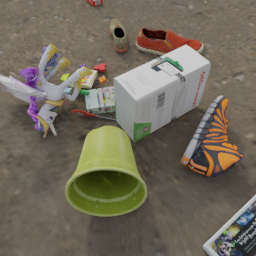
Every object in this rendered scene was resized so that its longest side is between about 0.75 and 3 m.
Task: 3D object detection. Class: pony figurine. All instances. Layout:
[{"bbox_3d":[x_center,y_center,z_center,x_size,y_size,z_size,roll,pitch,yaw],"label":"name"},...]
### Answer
[{"bbox_3d":[-2.431,-1.133,7.830,2.177,1.878,2.255,33,82,-7],"label":"pony figurine"}]

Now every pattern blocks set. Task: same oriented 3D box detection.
[{"bbox_3d":[-1.419,-1.598,8.955,1.475,0.136,1.679,-2,43,4],"label":"pattern blocks set"}]

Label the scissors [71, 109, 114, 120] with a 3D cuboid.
[{"bbox_3d":[-0.992,-0.358,8.241,1.352,0.495,0.094,12,79,-18],"label":"scissors"}]

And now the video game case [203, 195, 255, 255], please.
[{"bbox_3d":[3.128,2.644,6.023,2.250,0.263,2.045,-33,61,-21],"label":"video game case"}]

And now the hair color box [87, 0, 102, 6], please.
[{"bbox_3d":[-1.496,-5.564,11.962,0.454,0.262,0.818,-29,58,-19],"label":"hair color box"}]

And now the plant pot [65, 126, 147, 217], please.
[{"bbox_3d":[-0.495,0.886,6.561,1.761,1.761,1.619,-2,43,-2],"label":"plant pot"}]

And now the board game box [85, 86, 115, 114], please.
[{"bbox_3d":[-0.750,-0.839,8.493,1.051,0.338,0.776,-9,55,-5],"label":"board game box"}]

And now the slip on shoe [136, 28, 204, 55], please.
[{"bbox_3d":[1.466,-3.016,9.831,2.390,0.731,0.885,11,53,6],"label":"slip on shoe"}]

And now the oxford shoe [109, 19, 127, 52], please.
[{"bbox_3d":[-0.324,-3.550,10.261,0.607,0.644,1.723,-11,55,-8],"label":"oxford shoe"}]

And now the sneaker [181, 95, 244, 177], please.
[{"bbox_3d":[2.467,0.285,7.443,1.329,0.920,2.372,27,69,14],"label":"sneaker"}]

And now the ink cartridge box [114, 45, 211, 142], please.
[{"bbox_3d":[0.904,-0.947,7.688,2.422,1.769,1.021,-29,59,-20],"label":"ink cartridge box"}]
